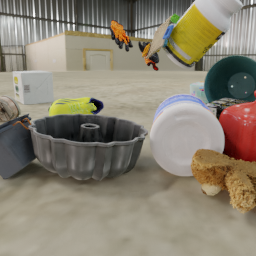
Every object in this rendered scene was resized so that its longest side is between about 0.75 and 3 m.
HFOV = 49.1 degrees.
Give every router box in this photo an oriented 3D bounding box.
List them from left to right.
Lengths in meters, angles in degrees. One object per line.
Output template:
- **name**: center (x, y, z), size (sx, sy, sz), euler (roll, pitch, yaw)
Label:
- **router box**: center (3.817, -0.561, 9.774), size (1.553, 0.532, 2.082), euler (-18, 23, -34)

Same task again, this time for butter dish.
- **butter dish**: center (2.890, -0.069, 6.031), size (2.116, 1.564, 2.110), euler (0, 15, -1)

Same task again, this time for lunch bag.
- **lunch bag**: center (4.206, -1.619, 13.291), size (2.612, 1.007, 2.095), euler (6, 18, 24)

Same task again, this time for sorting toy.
- **sorting toy**: center (1.122, -3.029, 9.558), size (0.311, 1.284, 2.281), euler (24, -12, -16)

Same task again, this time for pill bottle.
- **pill bottle**: center (1.237, -0.021, 6.228), size (1.381, 1.381, 2.464), euler (2, 15, 8)
- **pill bottle**: center (2.452, -3.376, 9.417), size (1.470, 2.624, 1.470), euler (26, 39, -24)

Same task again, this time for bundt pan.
- **bundt pan**: center (-0.765, 0.359, 5.581), size (2.291, 0.860, 2.291), euler (4, 14, -1)

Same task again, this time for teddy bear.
- **teddy bear**: center (1.924, 0.922, 4.319), size (1.985, 0.663, 1.439), euler (9, 22, 4)

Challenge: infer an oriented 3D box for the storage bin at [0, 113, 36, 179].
- **storage bin**: center (-2.176, 0.336, 5.484), size (0.945, 0.872, 1.299), euler (-32, 8, 15)

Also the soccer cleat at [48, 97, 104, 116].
- **soccer cleat**: center (-1.732, -0.674, 9.754), size (1.098, 0.849, 2.625), euler (-3, 10, 23)

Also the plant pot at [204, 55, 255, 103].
- **plant pot**: center (4.344, -1.665, 11.097), size (2.277, 2.277, 1.534), euler (9, 12, 31)

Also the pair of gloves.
- **pair of gloves**: center (0.290, -3.231, 10.780), size (2.313, 0.286, 2.061), euler (26, 34, -24)

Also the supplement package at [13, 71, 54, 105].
- **supplement package**: center (-4.789, -2.090, 14.111), size (1.491, 1.502, 1.979), euler (-9, 17, -31)

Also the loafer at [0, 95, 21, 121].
- **loafer**: center (-4.701, -0.617, 9.977), size (2.549, 0.916, 0.801), euler (6, 31, 45)
